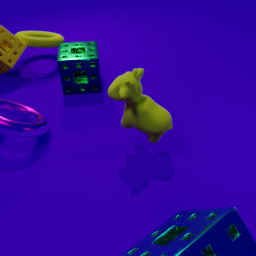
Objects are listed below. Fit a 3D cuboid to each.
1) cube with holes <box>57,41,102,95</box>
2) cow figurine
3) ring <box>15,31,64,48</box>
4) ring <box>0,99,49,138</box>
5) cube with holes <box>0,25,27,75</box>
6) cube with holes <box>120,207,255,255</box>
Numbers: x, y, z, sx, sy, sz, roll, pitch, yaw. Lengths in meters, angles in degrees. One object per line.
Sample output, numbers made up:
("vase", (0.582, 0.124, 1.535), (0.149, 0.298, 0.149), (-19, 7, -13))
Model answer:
("cube with holes", (-1.401, -1.774, 8.242), (1.113, 1.113, 1.113), (-5, 41, -6))
("cow figurine", (0.292, -0.433, 5.626), (1.475, 1.451, 0.810), (31, 63, 6))
("ring", (-2.916, -2.939, 9.261), (1.579, 0.316, 1.579), (5, 26, -2))
("ring", (-2.656, -0.248, 6.510), (1.663, 0.333, 1.663), (22, 14, -6))
("cube with holes", (-3.826, -2.333, 8.495), (0.903, 0.903, 0.903), (-7, 53, 50))
("cube with holes", (0.848, 1.895, 3.507), (1.245, 1.245, 1.245), (-27, 84, -27))
